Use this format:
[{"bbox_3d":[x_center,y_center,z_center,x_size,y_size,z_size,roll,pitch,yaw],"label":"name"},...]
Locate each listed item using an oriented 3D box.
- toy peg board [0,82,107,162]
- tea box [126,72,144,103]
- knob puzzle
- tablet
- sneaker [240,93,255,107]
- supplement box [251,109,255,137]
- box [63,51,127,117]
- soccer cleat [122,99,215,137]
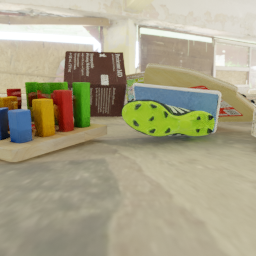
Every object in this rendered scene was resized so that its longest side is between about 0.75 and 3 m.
[{"bbox_3d":[-1.963,-0.319,5.429,2.263,1.107,2.253,6,12,33],"label":"toy peg board"},{"bbox_3d":[0.454,-1.506,11.822,1.070,1.576,1.602,-11,9,-1],"label":"tea box"},{"bbox_3d":[1.623,-0.948,7.135,3.110,0.431,3.110,22,-11,5],"label":"knob puzzle"},{"bbox_3d":[1.098,-0.457,6.527,1.950,1.269,0.133,9,48,18],"label":"tablet"},{"bbox_3d":[3.474,-0.699,8.557,1.721,0.683,0.675,13,-32,-17],"label":"sneaker"},{"bbox_3d":[3.123,0.027,5.133,1.033,0.602,1.639,1,11,0],"label":"supplement box"},{"bbox_3d":[-1.176,-1.542,9.953,2.055,1.705,1.687,-1,-36,-8],"label":"box"},{"bbox_3d":[0.784,-0.162,5.728,2.043,0.690,0.828,7,3,-19],"label":"soccer cleat"}]
